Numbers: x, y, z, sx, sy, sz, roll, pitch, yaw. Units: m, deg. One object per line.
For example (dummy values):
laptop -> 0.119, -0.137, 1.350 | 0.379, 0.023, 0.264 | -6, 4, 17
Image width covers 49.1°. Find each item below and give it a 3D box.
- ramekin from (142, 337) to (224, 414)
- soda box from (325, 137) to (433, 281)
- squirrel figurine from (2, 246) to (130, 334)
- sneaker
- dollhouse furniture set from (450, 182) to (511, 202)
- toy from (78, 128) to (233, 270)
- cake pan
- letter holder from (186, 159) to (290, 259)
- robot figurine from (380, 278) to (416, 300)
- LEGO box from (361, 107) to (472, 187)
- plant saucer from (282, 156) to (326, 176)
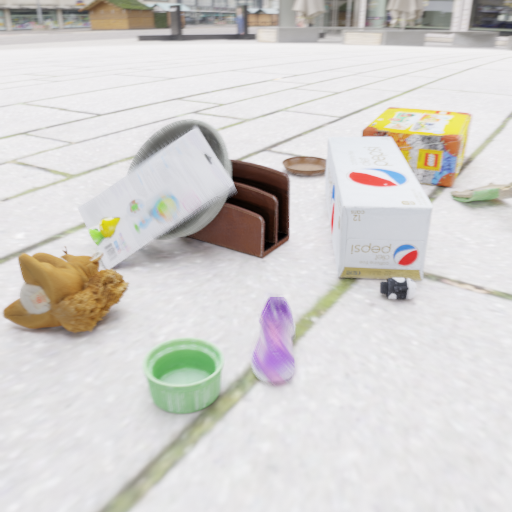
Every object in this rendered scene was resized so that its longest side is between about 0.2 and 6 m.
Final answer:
ramekin -> -0.875, 1.463, 6.830 | 0.977, 0.477, 0.977 | 0, 26, 0
soda box -> 2.221, -1.144, 11.122 | 1.500, 1.402, 4.405 | 1, 26, 3
squirrel figurine -> -2.722, 0.490, 8.493 | 1.558, 1.103, 1.454 | 22, 20, 11
sneaker -> 0.241, 1.046, 7.459 | 0.570, 0.627, 1.418 | 2, 32, 5
dollhouse furniture set -> 5.375, -1.081, 12.207 | 1.163, 0.899, 2.327 | -13, 9, -10
toy -> -1.808, -0.981, 10.292 | 2.699, 0.637, 1.554 | -32, 63, 0
cake pan -> -1.449, -1.398, 10.597 | 2.404, 2.404, 0.441 | 18, -5, 33
letter holder -> -0.461, -1.014, 10.792 | 2.049, 1.456, 1.030 | 16, 30, 29
robot figurine -> 2.261, 0.515, 8.922 | 0.558, 0.348, 0.420 | 2, 38, 6
LEGO box -> 4.384, -3.065, 15.208 | 2.412, 1.250, 3.239 | 11, 28, 22
plant saucer -> 1.342, -2.380, 14.982 | 1.326, 0.243, 1.326 | 0, 27, 0
